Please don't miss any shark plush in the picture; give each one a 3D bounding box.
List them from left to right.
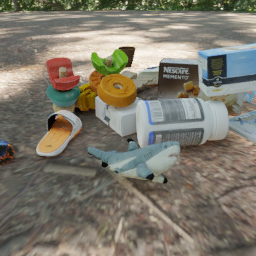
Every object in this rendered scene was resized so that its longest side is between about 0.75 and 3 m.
[{"bbox_3d":[0.094,0.610,5.823,1.992,0.829,0.905,1,-14,39],"label":"shark plush"}]

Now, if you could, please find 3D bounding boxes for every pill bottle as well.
[{"bbox_3d":[1.322,-0.138,7.074,2.123,1.208,1.208,-3,28,-6],"label":"pill bottle"}]

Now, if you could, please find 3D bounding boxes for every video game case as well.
[{"bbox_3d":[3.695,-0.053,8.038,1.529,0.168,1.394,-15,31,-26],"label":"video game case"}]

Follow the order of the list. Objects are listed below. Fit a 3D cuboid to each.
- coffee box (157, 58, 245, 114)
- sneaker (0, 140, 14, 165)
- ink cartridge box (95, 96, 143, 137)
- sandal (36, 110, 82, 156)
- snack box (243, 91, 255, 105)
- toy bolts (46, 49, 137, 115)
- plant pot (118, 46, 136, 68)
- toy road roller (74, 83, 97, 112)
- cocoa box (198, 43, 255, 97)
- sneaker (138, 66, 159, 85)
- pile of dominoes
[{"bbox_3d":[2.358,-1.430,9.168,2.674,1.529,1.066,7,24,12],"label":"coffee box"},{"bbox_3d":[-3.530,0.608,6.415,1.691,0.637,0.663,-3,19,-26],"label":"sneaker"},{"bbox_3d":[-0.109,-0.483,8.306,1.166,0.684,1.592,-16,30,-29],"label":"ink cartridge box"},{"bbox_3d":[-1.773,-0.042,7.445,0.843,0.631,2.201,7,27,2],"label":"sandal"},{"bbox_3d":[5.379,-0.855,9.208,1.629,0.520,2.803,-13,30,-23],"label":"snack box"},{"bbox_3d":[-1.109,-0.984,8.443,2.526,1.752,2.413,-10,52,-20],"label":"toy bolts"},{"bbox_3d":[-0.055,-3.502,13.889,0.866,0.927,0.866,0,26,0],"label":"plant pot"},{"bbox_3d":[-1.269,-0.960,9.149,0.830,0.698,1.137,7,29,24],"label":"toy road roller"},{"bbox_3d":[2.584,-1.455,6.900,1.523,0.999,1.015,-7,21,3],"label":"cocoa box"},{"bbox_3d":[1.564,-2.152,11.381,2.226,0.835,0.941,12,33,22],"label":"sneaker"},{"bbox_3d":[-0.579,-1.485,10.848,2.173,0.444,2.787,20,42,33],"label":"pile of dominoes"}]
